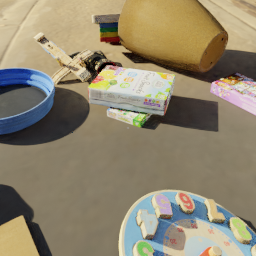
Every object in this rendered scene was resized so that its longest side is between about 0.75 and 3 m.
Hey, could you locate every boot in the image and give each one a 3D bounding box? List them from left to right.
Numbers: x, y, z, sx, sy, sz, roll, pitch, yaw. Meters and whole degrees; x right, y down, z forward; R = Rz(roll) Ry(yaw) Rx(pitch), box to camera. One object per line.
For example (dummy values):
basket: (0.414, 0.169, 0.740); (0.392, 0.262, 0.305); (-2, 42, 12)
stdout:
boot: (-1.283, -2.177, 9.541); (1.581, 0.578, 1.190); (-18, 41, -30)

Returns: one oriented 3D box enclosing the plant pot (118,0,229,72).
plant pot: (1.703, -3.200, 9.386); (2.789, 2.789, 2.992); (-30, 57, -33)

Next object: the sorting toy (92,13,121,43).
sorting toy: (0.193, -3.874, 10.880); (2.783, 0.974, 2.800); (-3, 18, 2)

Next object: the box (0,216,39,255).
box: (-2.147, 2.119, 4.320); (1.421, 0.151, 1.162); (-21, 43, -26)

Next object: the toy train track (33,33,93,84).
toy train track: (-2.265, -2.470, 9.253); (1.608, 0.456, 2.804); (-43, 65, -13)

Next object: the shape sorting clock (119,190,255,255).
shape sorting clock: (1.125, 1.840, 3.914); (2.593, 0.509, 2.593); (17, 34, -12)

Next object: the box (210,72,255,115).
box: (3.517, -1.017, 8.184); (1.219, 0.348, 1.781); (-25, 44, -29)

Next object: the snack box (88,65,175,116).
snack box: (0.139, -1.097, 7.766); (2.094, 0.555, 1.489); (11, 39, 13)

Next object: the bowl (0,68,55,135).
bowl: (-3.444, -0.803, 7.753); (2.834, 0.556, 2.834); (0, 38, 0)

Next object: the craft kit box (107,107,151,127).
craft kit box: (0.126, -0.515, 7.656); (1.025, 0.252, 1.037); (17, 41, 25)
